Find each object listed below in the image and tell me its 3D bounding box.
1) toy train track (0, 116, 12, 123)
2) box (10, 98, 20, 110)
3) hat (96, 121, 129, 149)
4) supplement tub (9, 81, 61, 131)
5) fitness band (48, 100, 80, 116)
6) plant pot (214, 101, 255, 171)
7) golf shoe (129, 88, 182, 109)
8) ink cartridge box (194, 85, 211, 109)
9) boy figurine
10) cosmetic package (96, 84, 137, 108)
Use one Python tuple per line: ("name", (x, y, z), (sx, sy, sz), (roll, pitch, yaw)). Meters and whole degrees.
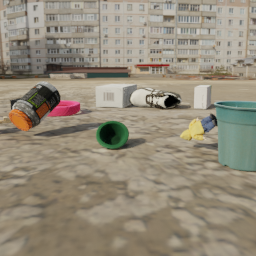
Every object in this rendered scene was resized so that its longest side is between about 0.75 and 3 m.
("toy train track", (-5.251, -0.285, 9.570), (2.327, 0.379, 1.335), (-6, 13, -26))
("box", (-4.894, -1.181, 13.492), (0.904, 0.505, 1.281), (6, 13, 10))
("hat", (-0.389, 0.357, 7.193), (0.814, 0.865, 0.983), (-2, 51, -2))
("supplement tub", (-2.672, -0.624, 8.063), (0.871, 0.871, 1.421), (7, 44, 30))
("fitness band", (-3.341, -0.864, 12.079), (2.574, 0.482, 1.848), (-1, 12, 2))
("plant pot", (2.299, 0.131, 5.516), (1.246, 1.220, 1.246), (1, 11, 0))
("golf shoe", (1.340, -1.433, 13.538), (2.588, 1.006, 1.223), (-1, 12, -1))
("ink cartridge box", (3.717, -1.555, 13.883), (0.616, 1.062, 1.467), (4, 13, 24))
("boy figurine", (1.630, 0.056, 6.440), (0.916, 0.569, 0.295), (-36, -30, 30))
("cosmetic package", (-0.553, -1.758, 14.884), (1.514, 1.089, 2.683), (4, 11, 18))
